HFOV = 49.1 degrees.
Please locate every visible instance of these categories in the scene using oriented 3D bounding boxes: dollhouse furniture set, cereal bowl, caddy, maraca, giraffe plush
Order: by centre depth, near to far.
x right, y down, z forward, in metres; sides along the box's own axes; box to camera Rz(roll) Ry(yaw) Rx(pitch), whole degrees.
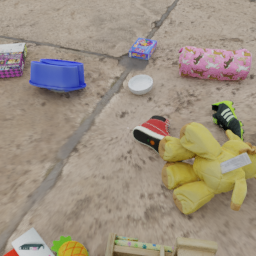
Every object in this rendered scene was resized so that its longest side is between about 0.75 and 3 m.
[{"bbox_3d":[-0.155,2.346,5.066,2.896,2.561,1.610,6,43,5],"label":"dollhouse furniture set"},{"bbox_3d":[-1.274,2.731,6.169,0.930,0.498,0.638,29,28,31],"label":"maraca"},{"bbox_3d":[2.374,0.883,7.164,2.091,2.225,2.578,-5,-5,-42],"label":"giraffe plush"},{"bbox_3d":[-2.660,-1.916,10.636,2.177,1.143,1.539,8,22,8],"label":"caddy"},{"bbox_3d":[0.498,-1.608,10.765,0.955,0.398,0.955,-5,48,5],"label":"cereal bowl"}]

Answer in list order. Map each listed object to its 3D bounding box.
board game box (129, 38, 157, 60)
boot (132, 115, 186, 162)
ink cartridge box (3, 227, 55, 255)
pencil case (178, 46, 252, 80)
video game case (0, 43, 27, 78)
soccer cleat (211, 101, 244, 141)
[{"bbox_3d":[0.710,-3.717,13.090,0.943,0.314,1.403,15,45,15],"label":"board game box"},{"bbox_3d":[1.254,0.245,8.721,1.862,0.674,1.343,32,44,25],"label":"boot"},{"bbox_3d":[-2.202,2.963,6.093,1.069,0.268,1.232,-33,52,-31],"label":"ink cartridge box"},{"bbox_3d":[3.426,-2.632,11.325,2.804,1.161,1.213,4,49,6],"label":"pencil case"},{"bbox_3d":[-5.782,-2.904,12.128,2.525,0.452,2.288,-7,44,-7],"label":"video game case"},{"bbox_3d":[3.250,-0.180,9.208,0.809,0.674,1.996,-9,39,9],"label":"soccer cleat"}]
